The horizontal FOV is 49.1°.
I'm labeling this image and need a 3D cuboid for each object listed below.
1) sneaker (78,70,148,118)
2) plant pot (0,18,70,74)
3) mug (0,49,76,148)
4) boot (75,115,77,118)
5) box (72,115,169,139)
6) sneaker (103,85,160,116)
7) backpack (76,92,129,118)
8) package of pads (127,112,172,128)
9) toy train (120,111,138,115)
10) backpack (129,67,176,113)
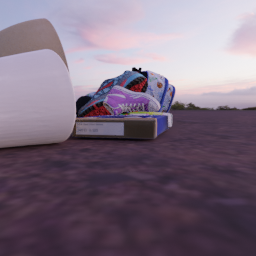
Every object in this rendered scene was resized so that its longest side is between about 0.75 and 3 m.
[{"bbox_3d":[-0.547,-0.942,8.688,2.370,0.940,1.132,-33,43,-4],"label":"sneaker"},{"bbox_3d":[-2.876,-1.205,7.159,1.968,2.932,2.932,-14,11,-28],"label":"plant pot"},{"bbox_3d":[-2.089,-0.242,4.758,1.736,2.114,1.693,-15,46,-39],"label":"mug"},{"bbox_3d":[-2.353,-0.850,15.214,2.533,0.921,1.144,8,-3,13],"label":"boot"},{"bbox_3d":[0.026,-0.090,7.068,1.783,0.477,2.944,0,3,13],"label":"box"},{"bbox_3d":[0.038,-0.437,5.909,1.189,0.431,0.678,18,54,23],"label":"sneaker"},{"bbox_3d":[-0.815,-0.771,10.739,1.988,1.529,1.622,16,4,-40],"label":"backpack"},{"bbox_3d":[0.665,-0.264,8.944,1.409,0.480,1.088,1,2,0],"label":"package of pads"},{"bbox_3d":[0.089,-0.310,9.738,1.365,0.578,0.790,5,17,44],"label":"toy train"},{"bbox_3d":[0.870,-1.259,11.773,1.926,2.501,2.382,13,7,-4],"label":"backpack"}]
